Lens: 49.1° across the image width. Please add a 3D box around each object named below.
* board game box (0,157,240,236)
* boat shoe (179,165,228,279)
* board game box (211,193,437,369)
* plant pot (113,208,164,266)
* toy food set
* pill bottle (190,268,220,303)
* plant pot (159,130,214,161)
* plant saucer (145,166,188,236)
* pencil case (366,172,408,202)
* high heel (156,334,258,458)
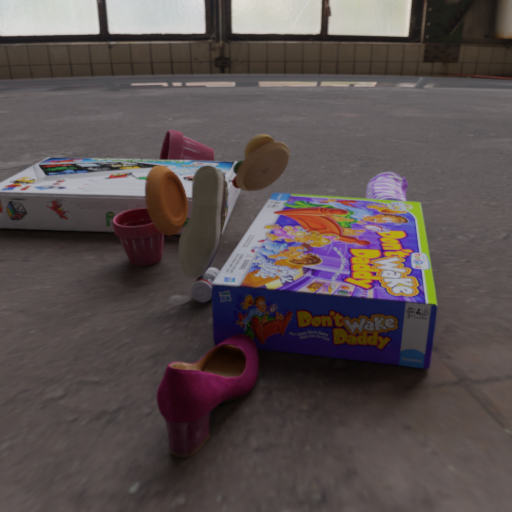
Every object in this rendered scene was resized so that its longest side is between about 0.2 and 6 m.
[{"bbox_3d":[-3.128,-1.515,13.305,5.220,0.903,3.296,2,23,5],"label":"board game box"},{"bbox_3d":[-0.820,-0.532,9.188,0.658,1.831,0.545,8,0,17],"label":"boat shoe"},{"bbox_3d":[1.298,0.103,9.380,2.964,0.987,4.408,5,23,11],"label":"board game box"},{"bbox_3d":[-2.130,-0.333,10.498,0.980,0.877,0.980,-4,25,2],"label":"plant pot"},{"bbox_3d":[0.094,-1.895,11.791,1.369,1.355,0.333,3,43,-52],"label":"toy food set"},{"bbox_3d":[-0.808,0.460,9.316,0.386,0.386,0.697,5,23,12],"label":"pill bottle"},{"bbox_3d":[-1.920,-2.637,15.535,1.326,1.482,1.482,9,20,-19],"label":"plant pot"},{"bbox_3d":[-1.573,-1.013,10.129,0.239,1.278,1.278,-8,19,21],"label":"plant saucer"},{"bbox_3d":[2.921,-1.158,12.315,1.009,0.991,2.360,-30,17,19],"label":"pencil case"},{"bbox_3d":[-0.451,1.237,6.577,0.755,1.077,2.239,6,23,13],"label":"high heel"}]
